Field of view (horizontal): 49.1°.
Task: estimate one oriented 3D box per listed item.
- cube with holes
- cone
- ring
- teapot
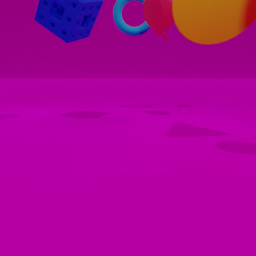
[{"bbox_3d":[-1.616,-3.246,7.708,1.162,1.162,1.162,36,35,5],"label":"cube with holes"},{"bbox_3d":[1.452,-2.719,5.230,1.648,1.648,1.654,-2,46,-8],"label":"cone"},{"bbox_3d":[0.223,-4.025,9.872,1.503,1.503,0.301,0,9,0],"label":"ring"},{"bbox_3d":[1.006,-3.355,8.107,0.870,1.777,1.105,-29,45,-33],"label":"teapot"}]
